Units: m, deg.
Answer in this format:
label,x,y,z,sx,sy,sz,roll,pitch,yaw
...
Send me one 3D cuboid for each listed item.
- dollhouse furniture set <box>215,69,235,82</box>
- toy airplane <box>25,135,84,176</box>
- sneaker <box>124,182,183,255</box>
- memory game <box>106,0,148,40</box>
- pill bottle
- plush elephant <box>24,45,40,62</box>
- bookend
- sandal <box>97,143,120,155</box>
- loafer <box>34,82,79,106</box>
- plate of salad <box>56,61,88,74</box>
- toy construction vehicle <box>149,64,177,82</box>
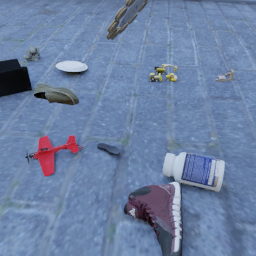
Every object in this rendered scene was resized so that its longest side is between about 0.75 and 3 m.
label,x,y,z,sx,sy,sz,roll,pitch,yaw
dollhouse furniture set,4.183,-2.346,12.213,0.778,0.380,0.663,3,38,3
toy airplane,-2.187,0.680,8.386,1.729,0.318,1.729,0,40,0
sneaker,0.525,2.121,6.235,1.353,0.886,2.342,1,27,9
memory game,0.111,-3.349,7.913,0.139,2.181,2.181,42,44,-4
pill bottle,1.714,1.114,7.408,1.498,0.831,0.831,11,39,14
plush elephant,-4.644,-3.673,13.641,0.755,0.710,0.917,-23,44,-27
bookend,-5.417,-2.250,11.558,2.229,1.033,2.243,-17,40,-22
sandal,-0.575,0.662,8.559,0.853,0.183,0.324,19,34,37
loafer,-2.015,-0.856,7.798,1.447,0.544,0.504,15,53,22
plate of salad,-2.559,-2.749,12.771,1.421,0.341,1.421,6,30,-3
toy construction vehicle,1.553,-2.430,12.274,1.226,0.432,1.067,4,38,6
